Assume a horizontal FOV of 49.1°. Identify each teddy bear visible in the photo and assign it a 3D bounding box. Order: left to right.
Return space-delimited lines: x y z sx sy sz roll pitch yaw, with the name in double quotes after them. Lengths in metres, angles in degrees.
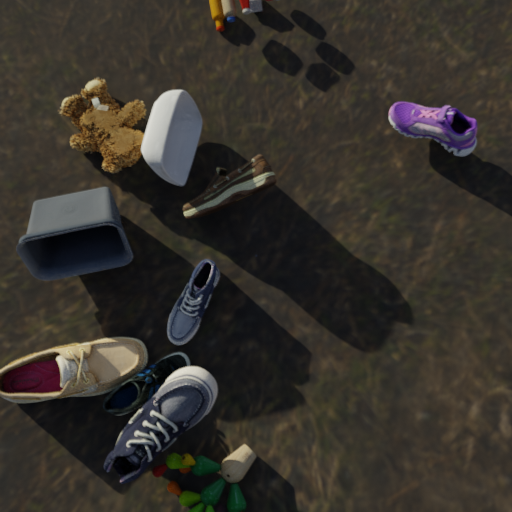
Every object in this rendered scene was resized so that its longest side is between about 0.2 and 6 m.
-3.294 -2.850 12.307 2.442 0.815 1.771 33 72 14 "teddy bear"

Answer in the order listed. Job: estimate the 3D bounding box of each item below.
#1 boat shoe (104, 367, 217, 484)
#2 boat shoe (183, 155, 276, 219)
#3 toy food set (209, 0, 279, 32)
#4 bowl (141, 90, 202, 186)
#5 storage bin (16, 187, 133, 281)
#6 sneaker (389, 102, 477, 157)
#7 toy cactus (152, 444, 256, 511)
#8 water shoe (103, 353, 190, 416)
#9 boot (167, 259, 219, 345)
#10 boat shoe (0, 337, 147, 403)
-1.714 3.103 9.975 1.001 1.244 2.682 38 124 -4 "boat shoe"
-0.640 -1.460 11.645 2.119 0.783 0.784 -22 90 15 "boat shoe"
-0.171 -5.764 12.847 1.734 0.828 0.780 -10 90 -3 "toy food set"
-1.788 -2.440 11.628 0.649 1.738 1.736 13 82 10 "bowl"
-3.636 -0.484 11.512 2.050 1.492 1.377 -11 50 -2 "storage bin"
3.825 -2.872 11.908 1.983 0.877 0.798 24 77 9 "sneaker"
-0.743 4.338 10.651 2.154 1.101 1.777 40 71 17 "toy cactus"
-2.123 2.578 11.065 1.865 0.736 0.667 -34 80 -7 "water shoe"
-1.325 0.919 11.375 0.667 0.828 1.832 22 79 5 "boot"
-3.651 2.288 10.974 2.984 1.032 1.100 -15 78 -3 "boat shoe"
